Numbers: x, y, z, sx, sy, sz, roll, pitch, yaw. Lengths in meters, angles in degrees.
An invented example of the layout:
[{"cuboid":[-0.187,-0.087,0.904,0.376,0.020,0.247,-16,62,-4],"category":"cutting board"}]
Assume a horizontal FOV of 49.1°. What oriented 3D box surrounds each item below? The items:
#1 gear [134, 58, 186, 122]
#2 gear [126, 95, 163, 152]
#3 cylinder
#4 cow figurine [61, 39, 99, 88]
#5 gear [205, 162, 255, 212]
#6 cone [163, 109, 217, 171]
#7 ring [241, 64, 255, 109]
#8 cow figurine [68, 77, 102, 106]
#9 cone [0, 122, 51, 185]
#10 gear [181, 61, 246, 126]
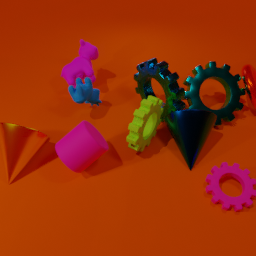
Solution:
[{"cuboid":[0.878,-1.080,8.141,0.341,1.844,1.844,-30,53,-25],"category":"gear"},{"cuboid":[0.476,-0.102,7.446,0.276,1.490,1.490,24,50,23],"category":"gear"},{"cuboid":[-1.147,0.468,7.033,0.960,0.960,0.960,-40,51,7],"category":"cylinder"},{"cuboid":[-1.597,-2.135,9.287,1.479,0.812,1.455,-26,72,-7],"category":"cow figurine"},{"cuboid":[2.469,1.397,6.731,1.156,0.214,1.156,-2,59,3],"category":"gear"},{"cuboid":[1.669,0.429,7.511,1.445,1.445,1.450,2,73,2],"category":"cone"},{"cuboid":[3.934,-1.232,8.681,0.315,1.576,1.576,-21,35,33],"category":"ring"},{"cuboid":[-1.255,-0.968,8.381,0.605,1.084,1.101,1,35,24],"category":"cow figurine"},{"cuboid":[-2.851,0.752,7.186,1.406,1.406,1.412,9,75,9],"category":"cone"},{"cuboid":[2.535,-1.009,8.338,1.863,0.345,1.863,0,87,-7],"category":"gear"}]
